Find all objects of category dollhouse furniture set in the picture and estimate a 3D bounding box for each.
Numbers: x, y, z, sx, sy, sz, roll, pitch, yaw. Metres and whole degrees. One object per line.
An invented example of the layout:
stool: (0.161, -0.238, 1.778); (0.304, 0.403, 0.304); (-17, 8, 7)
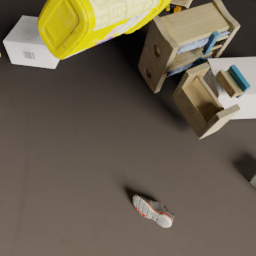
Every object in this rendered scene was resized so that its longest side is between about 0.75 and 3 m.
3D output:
dollhouse furniture set: (1.997, -1.400, 7.566); (2.103, 2.091, 2.984); (-23, 72, -18)

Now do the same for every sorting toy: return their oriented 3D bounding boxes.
sorting toy: (1.859, -5.238, 11.452); (1.416, 0.254, 1.901); (21, 55, 10)

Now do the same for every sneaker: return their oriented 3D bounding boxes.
sneaker: (0.561, 1.751, 6.102); (0.998, 0.385, 0.409); (33, 37, 18)

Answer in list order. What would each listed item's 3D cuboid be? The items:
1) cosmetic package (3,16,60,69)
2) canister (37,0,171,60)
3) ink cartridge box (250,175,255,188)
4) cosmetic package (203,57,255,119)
cosmetic package: (-2.925, -2.818, 9.147); (1.497, 0.923, 1.501); (9, 53, 7)
canister: (-0.383, -2.034, 4.832); (2.030, 1.508, 0.879); (-37, 100, -36)
ink cartridge box: (3.421, 1.301, 6.338); (0.712, 0.409, 0.981); (-30, 59, -21)
cosmetic package: (3.498, -1.099, 7.713); (2.673, 1.134, 1.439); (-3, 56, -3)
